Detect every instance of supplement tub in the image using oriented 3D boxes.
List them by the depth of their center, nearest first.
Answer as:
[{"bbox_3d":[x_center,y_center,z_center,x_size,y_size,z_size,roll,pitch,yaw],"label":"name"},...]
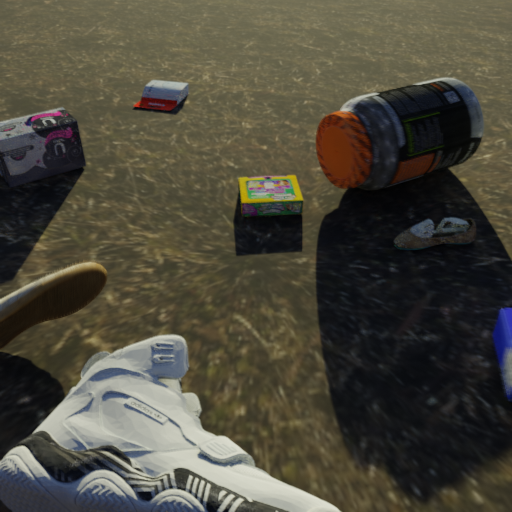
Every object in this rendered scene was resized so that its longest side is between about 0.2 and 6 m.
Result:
[{"bbox_3d":[2.849,-2.419,11.287,3.047,1.867,1.867,-18,40,-23],"label":"supplement tub"}]

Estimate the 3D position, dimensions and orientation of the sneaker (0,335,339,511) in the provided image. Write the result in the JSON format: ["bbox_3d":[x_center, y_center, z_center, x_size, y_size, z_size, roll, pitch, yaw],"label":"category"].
[{"bbox_3d":[-0.662,1.978,5.865,3.641,1.368,2.093,6,40,14],"label":"sneaker"}]

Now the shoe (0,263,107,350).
[{"bbox_3d":[-3.141,0.631,7.891,2.131,0.745,0.569,-30,51,-13],"label":"shoe"}]

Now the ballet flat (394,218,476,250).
[{"bbox_3d":[3.149,-0.442,9.824,1.496,0.488,0.527,-8,38,-10],"label":"ballet flat"}]

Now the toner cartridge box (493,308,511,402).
[{"bbox_3d":[4.606,1.420,7.282,2.654,0.573,1.260,6,38,8],"label":"toner cartridge box"}]

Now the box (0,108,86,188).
[{"bbox_3d":[-4.606,-2.307,11.771,1.681,1.110,0.964,-24,43,-28],"label":"box"}]

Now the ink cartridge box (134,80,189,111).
[{"bbox_3d":[-2.570,-4.355,15.145,1.087,0.321,1.358,10,37,13],"label":"ink cartridge box"}]

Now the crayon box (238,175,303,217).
[{"bbox_3d":[0.265,-1.173,10.909,1.168,0.341,1.008,-3,37,-4],"label":"crayon box"}]
